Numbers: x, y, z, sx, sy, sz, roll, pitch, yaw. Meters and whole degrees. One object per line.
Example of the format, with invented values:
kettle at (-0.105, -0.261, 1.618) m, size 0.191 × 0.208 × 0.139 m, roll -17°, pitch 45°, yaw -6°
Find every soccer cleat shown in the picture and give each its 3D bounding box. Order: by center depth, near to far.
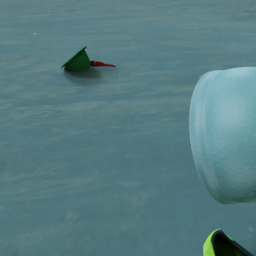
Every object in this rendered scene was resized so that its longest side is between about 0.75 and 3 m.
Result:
soccer cleat at (1.923, 2.346, 3.939) m, size 0.714 × 0.858 × 2.116 m, roll -36°, pitch 50°, yaw -20°

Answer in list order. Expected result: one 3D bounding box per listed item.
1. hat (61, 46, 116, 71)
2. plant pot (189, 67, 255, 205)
hat at (-1.296, -1.824, 8.650) m, size 1.213 × 1.068 × 1.005 m, roll -30°, pitch 18°, yaw 33°
plant pot at (2.183, 0.050, 4.298) m, size 1.513 × 2.258 × 2.258 m, roll -10°, pitch 33°, yaw 42°
